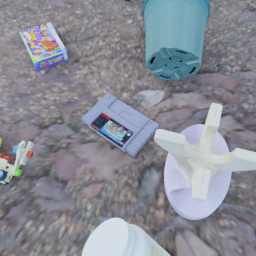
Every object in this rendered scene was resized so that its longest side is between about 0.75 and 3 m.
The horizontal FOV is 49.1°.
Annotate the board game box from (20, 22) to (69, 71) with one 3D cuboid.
[{"bbox_3d":[-2.796,-2.740,9.311,1.100,0.366,1.636,-24,61,-14],"label":"board game box"}]

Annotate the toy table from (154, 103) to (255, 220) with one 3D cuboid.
[{"bbox_3d":[1.722,0.708,6.526,2.319,1.478,2.523,4,59,3],"label":"toy table"}]

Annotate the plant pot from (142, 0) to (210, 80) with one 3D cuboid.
[{"bbox_3d":[1.405,-2.714,8.432,2.117,2.117,2.073,5,66,3],"label":"plant pot"}]

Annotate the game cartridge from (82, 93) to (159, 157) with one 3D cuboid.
[{"bbox_3d":[-0.227,-0.129,7.733,1.839,0.353,1.192,33,60,19],"label":"game cartridge"}]

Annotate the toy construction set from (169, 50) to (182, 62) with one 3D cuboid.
[{"bbox_3d":[1.240,-2.506,8.510,0.952,1.033,1.239,-1,103,5],"label":"toy construction set"}]

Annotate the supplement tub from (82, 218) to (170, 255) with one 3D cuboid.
[{"bbox_3d":[0.103,2.526,5.044,1.218,1.680,1.218,-33,25,18],"label":"supplement tub"}]

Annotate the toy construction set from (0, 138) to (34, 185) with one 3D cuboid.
[{"bbox_3d":[-3.183,0.687,6.970,1.840,0.848,1.206,10,58,19],"label":"toy construction set"}]
